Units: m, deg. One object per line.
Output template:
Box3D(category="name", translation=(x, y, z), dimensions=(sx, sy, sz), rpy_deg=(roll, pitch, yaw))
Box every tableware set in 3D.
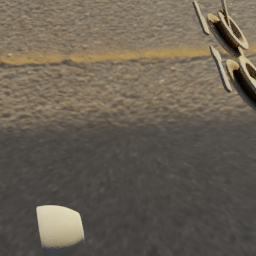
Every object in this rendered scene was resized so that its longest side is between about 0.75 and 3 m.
Box3D(category="tableware set", translation=(2.283, -1.475, 5.558), dimensions=(1.758, 0.533, 2.660), rpy_deg=(23, 46, -35))

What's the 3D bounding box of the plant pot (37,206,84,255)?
Box3D(category="plant pot", translation=(-0.955, 1.498, 4.047), dimensions=(0.570, 0.849, 0.849), rpy_deg=(-10, 55, -17))
